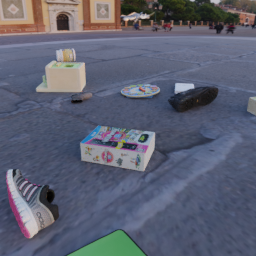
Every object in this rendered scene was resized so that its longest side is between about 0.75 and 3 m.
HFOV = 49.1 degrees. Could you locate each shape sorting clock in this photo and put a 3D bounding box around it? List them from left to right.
[{"bbox_3d":[0.688,-2.115,15.626,2.164,0.424,2.164,0,24,0],"label":"shape sorting clock"}]

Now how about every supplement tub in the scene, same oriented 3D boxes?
[{"bbox_3d":[-5.388,-6.276,24.238,1.504,1.086,1.086,-9,25,-18],"label":"supplement tub"}]

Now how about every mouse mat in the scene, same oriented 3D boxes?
[{"bbox_3d":[-0.499,2.708,5.168,1.953,0.074,1.571,-17,29,-31],"label":"mouse mat"}]

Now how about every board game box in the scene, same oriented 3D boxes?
[{"bbox_3d":[-0.289,0.599,9.204,2.087,0.671,1.540,6,24,15],"label":"board game box"}]

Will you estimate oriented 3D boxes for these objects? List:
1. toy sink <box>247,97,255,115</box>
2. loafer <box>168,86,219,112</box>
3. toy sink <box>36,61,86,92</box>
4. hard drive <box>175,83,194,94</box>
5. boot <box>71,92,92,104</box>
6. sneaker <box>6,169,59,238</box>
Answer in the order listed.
[{"bbox_3d":[6.316,-1.037,12.793,1.315,0.737,0.857,-6,25,-13],"label":"toy sink"},{"bbox_3d":[3.241,-1.564,13.658,2.900,0.985,1.018,-19,39,-29],"label":"loafer"},{"bbox_3d":[-3.952,-3.057,16.430,2.652,1.486,1.729,1,24,2],"label":"toy sink"},{"bbox_3d":[3.278,-2.274,16.245,1.085,0.209,1.645,4,24,9],"label":"hard drive"},{"bbox_3d":[-2.357,-1.503,14.395,1.140,0.398,0.750,-15,29,-6],"label":"boot"},{"bbox_3d":[-2.284,1.650,6.704,0.946,0.797,2.162,-14,31,-31],"label":"sneaker"}]
